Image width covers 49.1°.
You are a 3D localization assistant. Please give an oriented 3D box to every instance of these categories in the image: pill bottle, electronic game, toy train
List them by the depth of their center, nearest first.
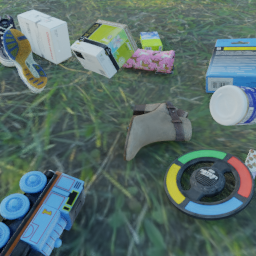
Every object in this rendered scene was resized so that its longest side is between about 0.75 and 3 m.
[{"bbox_3d":[-1.858,1.897,5.632,1.368,1.038,2.394,18,45,10],"label":"toy train"},{"bbox_3d":[1.846,1.234,6.522,2.021,0.421,2.021,-9,38,8],"label":"electronic game"},{"bbox_3d":[2.780,-0.530,6.718,1.527,0.914,0.914,-2,37,-38],"label":"pill bottle"}]

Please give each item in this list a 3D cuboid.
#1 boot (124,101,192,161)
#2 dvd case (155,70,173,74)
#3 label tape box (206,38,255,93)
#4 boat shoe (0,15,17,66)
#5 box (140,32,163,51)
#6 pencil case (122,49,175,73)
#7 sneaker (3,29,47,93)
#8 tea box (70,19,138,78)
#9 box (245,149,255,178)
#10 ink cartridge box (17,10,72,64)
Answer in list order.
[{"bbox_3d":[0.892,0.088,7.780,1.708,0.821,2.337,11,48,3],"label":"boot"},{"bbox_3d":[1.400,-2.382,10.968,0.685,0.074,0.922,1,42,1],"label":"dvd case"},{"bbox_3d":[3.870,-2.231,9.953,1.778,0.781,2.466,6,46,23],"label":"label tape box"},{"bbox_3d":[-4.935,-3.631,11.459,1.004,1.247,2.689,-16,44,-17],"label":"boat shoe"},{"bbox_3d":[1.000,-3.801,12.330,0.827,0.323,1.356,-3,43,-3],"label":"box"},{"bbox_3d":[0.717,-2.612,10.605,2.057,0.852,0.890,10,8,15],"label":"pencil case"},{"bbox_3d":[-3.333,-2.048,8.872,0.798,0.935,2.121,-25,86,-27],"label":"sneaker"},{"bbox_3d":[-0.592,-2.011,7.027,1.152,0.770,1.133,30,74,41],"label":"tea box"},{"bbox_3d":[2.946,1.170,6.903,0.313,0.335,1.617,22,46,23],"label":"box"},{"bbox_3d":[-3.338,-3.680,11.315,2.066,1.514,0.855,29,51,27],"label":"ink cartridge box"}]
